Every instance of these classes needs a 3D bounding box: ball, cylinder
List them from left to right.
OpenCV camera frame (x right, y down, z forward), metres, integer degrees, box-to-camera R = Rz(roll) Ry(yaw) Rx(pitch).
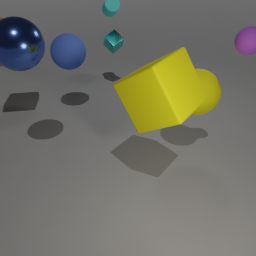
[{"bbox_3d":[-2.947,-2.232,7.488,1.400,1.400,1.400,0,30,0],"label":"ball"},{"bbox_3d":[-2.353,-3.015,11.068,1.400,1.400,1.400,0,30,0],"label":"ball"},{"bbox_3d":[-0.776,-5.481,12.654,0.700,0.700,0.700,-9,4,-14],"label":"cylinder"},{"bbox_3d":[2.124,-1.108,8.607,1.400,1.400,1.400,0,30,0],"label":"ball"},{"bbox_3d":[3.055,-2.193,7.051,0.700,0.700,0.700,0,30,0],"label":"ball"}]

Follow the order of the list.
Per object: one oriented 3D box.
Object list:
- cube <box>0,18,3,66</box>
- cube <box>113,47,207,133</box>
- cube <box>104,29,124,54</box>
[{"bbox_3d":[-4.785,-3.127,10.357,1.400,1.400,1.400,-3,-1,-13],"label":"cube"},{"bbox_3d":[0.797,-0.889,6.818,1.400,1.400,1.400,-15,18,48],"label":"cube"},{"bbox_3d":[-0.707,-4.255,13.813,0.700,0.700,0.700,-43,83,-16],"label":"cube"}]
